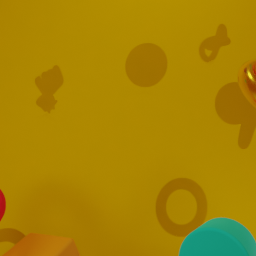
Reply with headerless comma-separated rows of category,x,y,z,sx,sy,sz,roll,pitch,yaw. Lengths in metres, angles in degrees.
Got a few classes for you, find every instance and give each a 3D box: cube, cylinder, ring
cube,-1.360,2.417,4.210,1.107,1.107,1.107,-10,105,36
cylinder,1.031,1.437,3.138,0.740,0.740,0.740,-5,80,28
ring,2.032,-0.434,3.629,1.323,0.265,1.323,14,44,-14

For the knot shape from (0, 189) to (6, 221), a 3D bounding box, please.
knot shape,-2.579,1.414,3.952,1.898,1.776,0.877,-16,122,34
